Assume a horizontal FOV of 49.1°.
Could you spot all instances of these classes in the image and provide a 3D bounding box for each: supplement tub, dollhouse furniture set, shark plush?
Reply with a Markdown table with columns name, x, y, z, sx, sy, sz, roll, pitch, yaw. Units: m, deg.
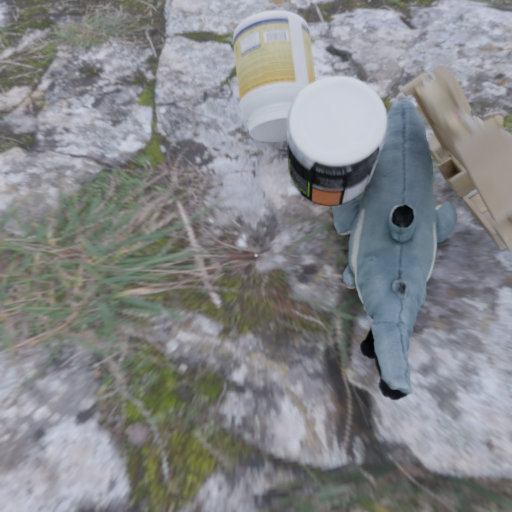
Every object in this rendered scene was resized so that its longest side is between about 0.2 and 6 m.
| name | x | y | z | sx | sy | sz | roll | pitch | yaw |
| --- | --- | --- | --- | --- | --- | --- | --- | --- | --- |
| supplement tub | 0.369 | -3.255 | 10.330 | 1.442 | 1.442 | 1.997 | -5 | 82 | -4 |
| supplement tub | 1.055 | -1.441 | 7.740 | 1.259 | 2.055 | 1.259 | -1 | 78 | 3 |
| dollhouse furniture set | 3.299 | -1.942 | 7.813 | 1.698 | 3.478 | 2.966 | -33 | 35 | 15 |
| shark plush | 1.773 | -0.198 | 7.994 | 2.044 | 1.874 | 4.499 | 18 | 53 | 14 |
